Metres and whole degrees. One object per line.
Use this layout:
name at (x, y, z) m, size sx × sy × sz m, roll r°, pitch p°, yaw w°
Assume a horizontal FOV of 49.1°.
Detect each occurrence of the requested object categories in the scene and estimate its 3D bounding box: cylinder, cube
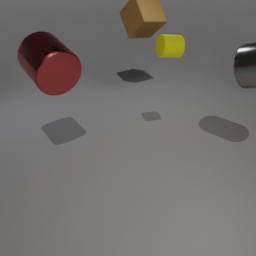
cylinder at (-2.289, -1.882, 8.165) m, size 1.400 × 1.400 × 1.400 m, roll -21°, pitch 49°, yaw -31°
cube at (0.695, -5.179, 13.079) m, size 1.400 × 1.400 × 1.400 m, roll -15°, pitch -8°, yaw -34°
cylinder at (4.159, -1.898, 8.389) m, size 1.400 × 1.400 × 1.400 m, roll -24°, pitch 18°, yaw -34°
cylinder at (1.340, -2.606, 8.922) m, size 0.700 × 0.700 × 0.700 m, roll -3°, pitch 31°, yaw -19°
